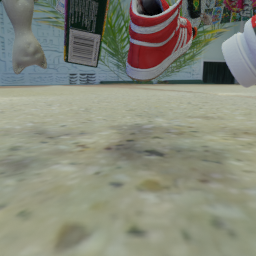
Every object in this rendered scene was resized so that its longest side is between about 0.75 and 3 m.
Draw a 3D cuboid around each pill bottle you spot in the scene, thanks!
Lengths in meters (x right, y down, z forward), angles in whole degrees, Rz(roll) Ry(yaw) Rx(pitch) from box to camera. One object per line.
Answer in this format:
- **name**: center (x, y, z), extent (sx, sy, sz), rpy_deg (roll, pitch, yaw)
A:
- **pill bottle**: center (1.804, -1.046, 3.089), extent (1.358, 0.773, 0.773), rpy_deg (-29, -10, 39)

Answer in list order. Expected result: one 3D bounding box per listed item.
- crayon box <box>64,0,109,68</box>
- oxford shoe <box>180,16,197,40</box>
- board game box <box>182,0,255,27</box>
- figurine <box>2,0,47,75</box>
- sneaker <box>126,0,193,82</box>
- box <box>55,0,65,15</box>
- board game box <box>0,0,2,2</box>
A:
- **crayon box**: center (-0.602, -2.584, 4.781), extent (0.670, 2.298, 1.983), rpy_deg (9, 51, -8)
- **oxford shoe**: center (1.291, -3.409, 8.965), extent (1.995, 0.710, 0.724), rpy_deg (32, 30, 1)
- **board game box**: center (2.273, -3.229, 6.193), extent (2.179, 1.608, 0.700), rpy_deg (-3, 46, 13)
- **figurine**: center (-2.232, -1.706, 4.471), extent (1.847, 1.802, 0.795), rpy_deg (-13, 18, -30)
- **sneaker**: center (0.574, -1.609, 4.213), extent (0.688, 1.086, 1.931), rpy_deg (19, 45, 19)
- **box**: center (-0.927, -3.646, 6.771), extent (0.584, 1.944, 1.134), rpy_deg (36, 32, 8)
- **board game box**: center (-3.247, -3.390, 6.263), extent (2.259, 1.183, 0.265), rpy_deg (-6, 49, 13)
